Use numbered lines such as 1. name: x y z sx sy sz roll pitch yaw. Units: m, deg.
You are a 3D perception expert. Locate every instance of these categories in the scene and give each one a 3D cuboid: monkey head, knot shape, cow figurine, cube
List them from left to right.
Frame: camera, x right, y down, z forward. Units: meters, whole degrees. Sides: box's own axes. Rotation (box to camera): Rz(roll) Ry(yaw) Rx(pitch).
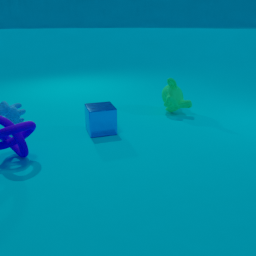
1. cow figurine: -3.480 -0.410 8.149 0.912 0.927 0.509 -23 64 -39
2. knot shape: -2.707 0.246 6.511 1.259 1.178 0.582 -5 49 2
3. cube: -0.799 -0.265 8.205 0.801 0.801 0.801 -7 23 -16
4. monkey head: 1.711 -1.068 9.764 1.068 1.484 0.894 1 63 19
